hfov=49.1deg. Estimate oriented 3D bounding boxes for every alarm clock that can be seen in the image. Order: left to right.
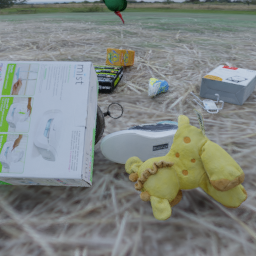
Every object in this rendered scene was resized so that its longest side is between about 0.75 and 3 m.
[{"bbox_3d":[-1.214,-0.198,7.909,2.320,1.565,0.772,-21,0,-12],"label":"alarm clock"}]

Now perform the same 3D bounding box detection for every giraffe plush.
[{"bbox_3d":[1.075,0.994,5.898,1.861,2.295,1.980,-35,25,-5],"label":"giraffe plush"}]

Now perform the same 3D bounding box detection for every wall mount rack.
[{"bbox_3d":[3.037,-1.030,10.891,1.148,0.492,1.321,1,27,3],"label":"wall mount rack"}]

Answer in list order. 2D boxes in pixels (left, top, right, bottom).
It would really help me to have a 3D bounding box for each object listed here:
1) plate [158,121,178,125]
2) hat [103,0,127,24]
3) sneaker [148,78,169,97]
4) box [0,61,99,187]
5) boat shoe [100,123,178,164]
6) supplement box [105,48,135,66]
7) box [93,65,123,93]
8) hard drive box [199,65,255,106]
[{"bbox_3d":[1.347,0.051,9.220,1.060,0.135,1.060,0,27,0],"label":"plate"},{"bbox_3d":[-0.676,-4.607,10.813,1.275,1.056,1.122,-1,56,45],"label":"hat"},{"bbox_3d":[1.352,-1.812,12.208,0.904,0.652,1.722,3,27,4],"label":"sneaker"},{"bbox_3d":[-2.023,-0.100,6.613,2.441,1.338,2.766,0,71,2],"label":"box"},{"bbox_3d":[0.480,0.294,7.887,2.708,0.972,0.918,-7,29,-19],"label":"boat shoe"},{"bbox_3d":[-0.381,-3.850,15.279,0.912,0.882,2.650,11,17,16],"label":"supplement box"},{"bbox_3d":[-1.741,-2.397,13.383,2.622,0.623,2.533,4,26,8],"label":"box"},{"bbox_3d":[4.402,-1.913,12.138,1.802,0.888,2.312,18,32,29],"label":"hard drive box"}]
